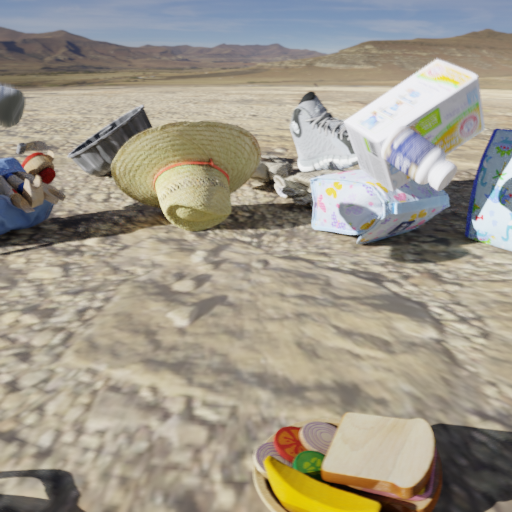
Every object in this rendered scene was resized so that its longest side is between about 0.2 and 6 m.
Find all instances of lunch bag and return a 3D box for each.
[{"bbox_3d":[2.235,-0.943,10.341,1.699,1.274,2.004,-13,15,-34],"label":"lunch bag"},{"bbox_3d":[4.757,-1.117,9.686,1.285,2.017,1.715,-16,25,-34],"label":"lunch bag"}]

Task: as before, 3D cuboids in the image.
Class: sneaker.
[{"bbox_3d":[1.533,-2.657,11.553,1.057,1.627,2.818,-33,17,-28],"label":"sneaker"},{"bbox_3d":[-3.495,-1.811,6.654,0.677,0.594,1.690,22,17,3],"label":"sneaker"}]

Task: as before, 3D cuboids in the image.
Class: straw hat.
[{"bbox_3d":[-1.193,-1.185,10.762,3.016,3.016,1.276,-7,63,-18],"label":"straw hat"}]

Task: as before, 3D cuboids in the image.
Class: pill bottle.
[{"bbox_3d":[2.347,-1.385,8.046,0.560,0.560,1.008,-20,53,-42],"label":"pill bottle"}]

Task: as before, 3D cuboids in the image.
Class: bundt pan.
[{"bbox_3d":[-3.801,-3.022,15.164,2.484,0.932,2.484,-29,23,13],"label":"bundt pan"}]

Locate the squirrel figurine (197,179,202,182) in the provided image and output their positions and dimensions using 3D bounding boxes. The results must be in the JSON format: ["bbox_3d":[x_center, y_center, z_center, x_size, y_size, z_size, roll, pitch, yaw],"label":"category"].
[{"bbox_3d":[-1.438,-2.582,14.946,1.522,1.077,1.420,-3,28,1],"label":"squirrel figurine"}]

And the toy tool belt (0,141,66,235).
[{"bbox_3d":[-4.530,-1.002,10.560,1.621,1.647,2.637,42,37,9],"label":"toy tool belt"}]

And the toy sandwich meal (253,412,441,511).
[{"bbox_3d":[0.716,1.659,4.549,1.535,0.526,1.535,0,21,0],"label":"toy sandwich meal"}]

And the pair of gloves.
[{"bbox_3d":[0.643,-1.900,13.700,3.542,0.621,3.012,16,21,24],"label":"pair of gloves"}]

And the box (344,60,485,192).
[{"bbox_3d":[2.627,-2.157,9.225,1.950,1.097,0.988,-35,42,-4],"label":"box"}]
